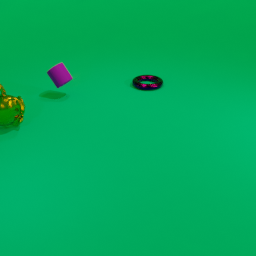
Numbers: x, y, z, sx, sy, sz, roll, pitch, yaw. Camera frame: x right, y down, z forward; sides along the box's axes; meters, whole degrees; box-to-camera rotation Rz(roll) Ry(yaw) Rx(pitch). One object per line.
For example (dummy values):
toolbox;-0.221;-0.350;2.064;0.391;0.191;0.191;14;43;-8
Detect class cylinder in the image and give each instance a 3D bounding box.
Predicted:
cylinder;-2.587;-1.990;10.637;0.715;0.715;0.715;-32;10;6

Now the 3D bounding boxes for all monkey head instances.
monkey head;-3.709;-0.634;8.628;0.984;1.633;1.175;10;29;-25

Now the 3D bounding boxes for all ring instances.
ring;0.840;-1.959;11.989;1.356;0.271;1.356;0;30;0
